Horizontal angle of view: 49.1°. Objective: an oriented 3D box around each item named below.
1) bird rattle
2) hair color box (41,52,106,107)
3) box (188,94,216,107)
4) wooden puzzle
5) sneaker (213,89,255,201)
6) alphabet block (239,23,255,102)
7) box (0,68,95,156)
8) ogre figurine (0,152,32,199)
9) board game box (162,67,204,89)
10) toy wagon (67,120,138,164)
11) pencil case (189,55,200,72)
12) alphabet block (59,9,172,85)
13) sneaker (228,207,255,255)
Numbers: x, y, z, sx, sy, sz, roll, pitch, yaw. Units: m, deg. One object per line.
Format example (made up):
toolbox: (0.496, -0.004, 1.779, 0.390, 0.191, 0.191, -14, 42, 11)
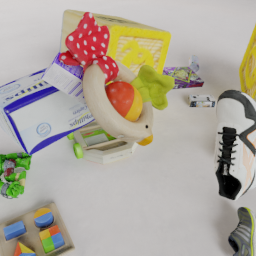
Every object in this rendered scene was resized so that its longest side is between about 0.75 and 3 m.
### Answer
bird rattle: (-0.125, -0.679, 4.601, 1.255, 2.227, 1.816, -25, 50, 26)
hair color box: (-0.946, -0.834, 4.958, 0.985, 0.538, 0.319, 33, 50, -24)
box: (2.831, -1.050, 10.804, 0.945, 0.284, 0.551, 1, 35, 1)
wooden puzzle: (-2.029, 2.285, 5.967, 1.387, 0.347, 1.497, -19, 39, -24)
sneaker: (1.235, 0.238, 3.213, 0.544, 1.360, 0.501, -29, 23, -36)
alphabet block: (5.623, -2.023, 9.630, 2.699, 2.650, 2.636, 5, 52, 7)
box: (-2.653, -0.738, 8.691, 2.539, 1.448, 2.760, -31, 33, -27)
ogre figurine: (-3.162, 1.094, 7.233, 1.094, 0.895, 1.825, 7, 46, -11)
board game box: (1.993, -2.147, 11.933, 2.211, 0.357, 1.327, -8, 49, -25)
toy wagon: (-0.842, 0.039, 9.012, 2.214, 0.565, 2.853, -14, 37, -20)
pencil case: (3.180, -3.118, 13.559, 0.489, 0.533, 1.175, -29, 22, 27)
alphabet block: (-0.607, -2.569, 10.358, 2.848, 2.833, 2.900, -13, 36, -40)
sneaker: (2.413, 2.237, 5.920, 0.572, 0.522, 1.412, 4, 34, 11)
